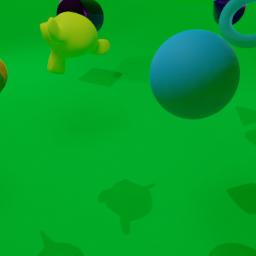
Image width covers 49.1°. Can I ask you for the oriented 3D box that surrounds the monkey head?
[{"bbox_3d":[-1.117,-1.595,5.413,0.967,1.154,1.604,13,7,34],"label":"monkey head"}]

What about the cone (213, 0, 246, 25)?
[{"bbox_3d":[2.721,-3.577,8.140,1.036,1.036,1.039,30,24,36],"label":"cone"}]

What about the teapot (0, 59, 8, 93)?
[{"bbox_3d":[-2.345,-0.805,4.263,0.900,1.447,0.708,-31,67,-27],"label":"teapot"}]

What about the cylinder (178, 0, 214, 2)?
[{"bbox_3d":[1.308,-2.744,5.221,0.708,0.708,0.708,-8,35,-15],"label":"cylinder"}]

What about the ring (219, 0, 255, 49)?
[{"bbox_3d":[3.163,-2.804,7.156,1.623,1.623,0.325,24,-1,31],"label":"ring"}]

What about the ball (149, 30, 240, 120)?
[{"bbox_3d":[0.929,-0.742,3.991,1.244,1.244,1.244,0,35,0],"label":"ball"}]

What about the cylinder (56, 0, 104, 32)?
[{"bbox_3d":[-1.863,-4.386,11.034,1.374,1.374,1.374,16,25,21],"label":"cylinder"}]
